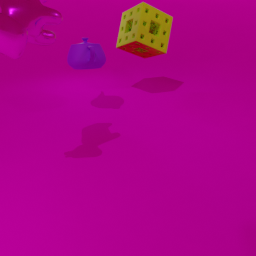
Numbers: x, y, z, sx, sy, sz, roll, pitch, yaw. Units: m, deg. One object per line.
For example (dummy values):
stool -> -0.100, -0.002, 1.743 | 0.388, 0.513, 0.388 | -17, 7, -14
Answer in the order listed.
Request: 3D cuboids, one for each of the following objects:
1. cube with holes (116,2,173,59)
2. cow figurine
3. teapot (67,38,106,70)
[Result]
cube with holes -> 0.577, -3.435, 10.096 | 1.327, 1.327, 1.327 | 12, -2, -32
cow figurine -> -2.058, -1.975, 5.052 | 1.633, 0.911, 1.660 | -10, 58, -41
teapot -> -1.320, -2.329, 8.769 | 1.210, 0.953, 1.946 | -8, 15, -19
